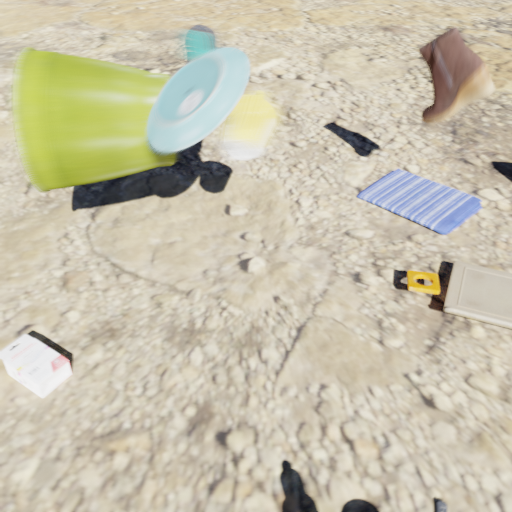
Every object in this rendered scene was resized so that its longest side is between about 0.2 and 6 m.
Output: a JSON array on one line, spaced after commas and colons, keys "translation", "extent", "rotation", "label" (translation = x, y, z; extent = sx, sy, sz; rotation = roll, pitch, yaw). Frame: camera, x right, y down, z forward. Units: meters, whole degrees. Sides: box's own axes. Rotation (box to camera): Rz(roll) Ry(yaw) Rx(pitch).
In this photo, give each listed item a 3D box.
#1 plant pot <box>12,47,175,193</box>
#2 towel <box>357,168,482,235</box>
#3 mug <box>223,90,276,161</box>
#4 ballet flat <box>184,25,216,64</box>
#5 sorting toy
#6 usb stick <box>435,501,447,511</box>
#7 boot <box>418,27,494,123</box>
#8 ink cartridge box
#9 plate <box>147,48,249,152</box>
[{"translation": [-2.414, -2.159, 8.997], "extent": [2.162, 2.245, 2.245], "rotation": [-1, 37, -4], "label": "plant pot"}, {"translation": [3.716, -1.247, 12.728], "extent": [1.673, 0.276, 2.311], "rotation": [-32, 46, -33], "label": "towel"}, {"translation": [-0.181, -2.013, 8.764], "extent": [0.813, 1.015, 0.834], "rotation": [1, 55, 19], "label": "mug"}, {"translation": [-1.116, -3.706, 11.777], "extent": [0.817, 2.235, 0.817], "rotation": [2, 34, -2], "label": "ballet flat"}, {"translation": [4.156, 0.778, 9.844], "extent": [3.032, 0.413, 1.707], "rotation": [14, 35, 18], "label": "sorting toy"}, {"translation": [2.257, 3.231, 6.792], "extent": [0.148, 0.087, 0.533], "rotation": [7, 37, 10], "label": "usb stick"}, {"translation": [3.474, -3.344, 10.502], "extent": [0.605, 1.390, 1.672], "rotation": [-49, 14, -29], "label": "boot"}, {"translation": [-3.437, 1.680, 8.656], "extent": [1.023, 0.345, 0.596], "rotation": [24, 43, 26], "label": "ink cartridge box"}, {"translation": [-0.871, -2.189, 7.586], "extent": [1.766, 0.226, 1.766], "rotation": [-20, 50, 26], "label": "plate"}]
